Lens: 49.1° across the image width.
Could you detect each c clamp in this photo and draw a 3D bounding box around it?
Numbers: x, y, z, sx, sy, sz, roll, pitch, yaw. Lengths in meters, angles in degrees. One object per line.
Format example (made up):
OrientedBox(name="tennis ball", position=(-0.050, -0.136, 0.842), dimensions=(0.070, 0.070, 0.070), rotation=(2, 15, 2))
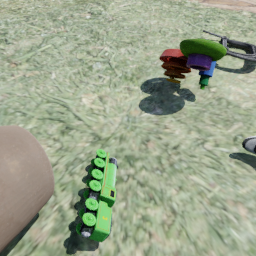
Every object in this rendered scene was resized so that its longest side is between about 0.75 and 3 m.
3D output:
OrientedBox(name="c clamp", position=(4.100, -3.166, 11.021), dimensions=(2.340, 0.371, 2.739), rotation=(15, 33, 4))

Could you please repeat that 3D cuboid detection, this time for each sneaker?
OrientedBox(name="sneaker", position=(3.397, 0.540, 6.721), dimensions=(1.261, 0.466, 0.500), rotation=(19, 16, 15))

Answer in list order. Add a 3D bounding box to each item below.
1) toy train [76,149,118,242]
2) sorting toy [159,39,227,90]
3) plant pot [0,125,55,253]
OrientedBox(name="toy train", position=(-0.566, 1.312, 5.941), dimensions=(0.658, 0.487, 2.333), rotation=(24, 32, -13))
OrientedBox(name="sorting toy", position=(1.899, -1.817, 8.451), dimensions=(1.544, 1.054, 2.569), rotation=(12, 2, -18))
OrientedBox(name="plant pot", position=(-2.744, 1.159, 4.738), dimensions=(2.984, 2.984, 2.602), rotation=(29, 35, 28))
